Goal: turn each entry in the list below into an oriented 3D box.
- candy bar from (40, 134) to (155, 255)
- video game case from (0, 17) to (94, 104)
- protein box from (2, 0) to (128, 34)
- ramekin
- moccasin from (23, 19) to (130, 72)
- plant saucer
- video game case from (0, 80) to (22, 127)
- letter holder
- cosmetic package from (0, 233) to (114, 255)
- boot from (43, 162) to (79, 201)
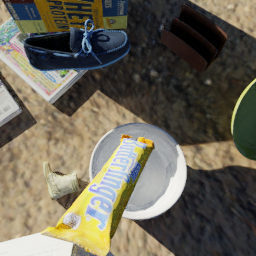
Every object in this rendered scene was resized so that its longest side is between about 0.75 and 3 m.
[{"bbox_3d":[-0.154,0.630,3.508,0.625,2.507,0.278,11,112,13],"label":"candy bar"},{"bbox_3d":[-2.188,-2.345,7.758,2.684,0.318,2.443,41,77,11],"label":"video game case"},{"bbox_3d":[-1.530,-4.203,7.038,2.885,1.947,2.864,-4,77,-3],"label":"protein box"},{"bbox_3d":[0.214,1.003,6.319,2.052,1.077,2.052,0,73,1],"label":"ramekin"},{"bbox_3d":[-0.996,-1.552,5.432,2.076,0.708,0.835,-13,61,1],"label":"moccasin"},{"bbox_3d":[3.317,-0.332,6.510,2.323,0.361,2.323,-7,115,-16],"label":"plant saucer"},{"bbox_3d":[-4.173,-0.550,7.241,2.155,0.248,1.963,-37,77,-10],"label":"video game case"},{"bbox_3d":[1.717,-2.357,7.364,1.501,1.067,0.755,42,77,11],"label":"letter holder"},{"bbox_3d":[-1.186,2.359,2.918,2.002,1.235,2.009,-20,37,19],"label":"cosmetic package"},{"bbox_3d":[-1.587,1.164,6.658,0.722,0.336,0.934,-18,79,-5],"label":"boot"}]
